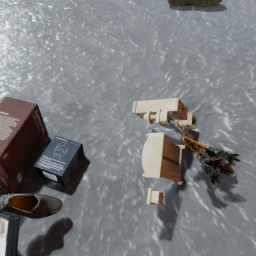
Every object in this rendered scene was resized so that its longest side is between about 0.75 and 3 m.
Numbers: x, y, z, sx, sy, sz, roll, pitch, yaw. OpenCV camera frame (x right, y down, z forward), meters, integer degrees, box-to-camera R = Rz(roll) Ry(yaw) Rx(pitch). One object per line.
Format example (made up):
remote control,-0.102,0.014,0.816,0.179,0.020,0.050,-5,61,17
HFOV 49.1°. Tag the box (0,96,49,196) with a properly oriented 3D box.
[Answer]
box,-3.168,0.709,6.985,1.053,1.407,2.811,12,52,10

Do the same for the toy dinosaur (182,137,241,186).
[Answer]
toy dinosaur,2.054,0.789,6.979,1.728,0.883,1.173,13,13,-10

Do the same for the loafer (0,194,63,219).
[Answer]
loafer,-1.978,1.631,5.889,1.433,0.518,0.522,11,65,-40

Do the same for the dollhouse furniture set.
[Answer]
dollhouse furniture set,0.784,0.661,7.321,1.279,2.234,2.619,-1,73,32

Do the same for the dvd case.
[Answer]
dvd case,-2.319,2.181,4.752,0.190,2.162,1.543,9,76,-37

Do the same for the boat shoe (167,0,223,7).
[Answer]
boat shoe,3.158,-6.328,13.117,2.663,0.958,0.899,0,52,4

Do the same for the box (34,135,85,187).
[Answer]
box,-1.773,0.843,7.391,0.816,0.589,1.099,17,52,13
